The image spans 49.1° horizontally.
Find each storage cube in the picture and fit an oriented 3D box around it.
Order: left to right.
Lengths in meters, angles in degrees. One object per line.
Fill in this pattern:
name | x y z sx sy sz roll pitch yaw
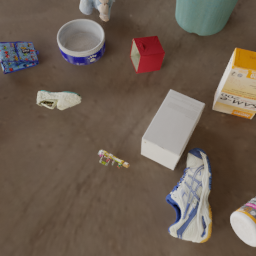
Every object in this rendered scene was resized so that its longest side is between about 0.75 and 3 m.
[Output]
storage cube | 0.597 -2.327 8.904 0.827 0.920 0.787 -11 61 -13

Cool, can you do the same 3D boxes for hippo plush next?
hippo plush | -1.158 -4.609 9.988 1.141 1.130 1.419 9 62 4

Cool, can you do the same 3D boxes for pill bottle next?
pill bottle | 3.011 1.891 6.149 1.381 0.804 0.804 -26 65 -21

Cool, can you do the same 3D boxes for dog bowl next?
dog bowl | -1.534 -2.864 9.337 1.546 0.609 1.546 0 61 0

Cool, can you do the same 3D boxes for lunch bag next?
lunch bag | -3.549 -2.365 9.187 1.236 0.581 0.930 -14 61 -21

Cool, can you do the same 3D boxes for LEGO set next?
LEGO set | -0.424 0.906 7.479 0.898 0.413 0.334 30 81 -10

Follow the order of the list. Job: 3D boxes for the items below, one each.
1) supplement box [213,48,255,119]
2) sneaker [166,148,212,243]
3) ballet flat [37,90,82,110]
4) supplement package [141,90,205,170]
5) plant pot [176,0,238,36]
supplement box | 3.184 -1.146 7.679 1.195 1.896 0.697 15 60 9
sneaker | 1.454 1.518 6.832 1.018 0.869 2.309 5 61 2
ballet flat | -1.999 -0.750 8.018 1.529 0.549 0.549 7 60 28
supplement package | 1.182 0.048 7.526 1.038 1.025 1.712 26 65 13
plant pot | 2.664 -4.621 9.231 2.520 2.469 2.520 1 62 -1
